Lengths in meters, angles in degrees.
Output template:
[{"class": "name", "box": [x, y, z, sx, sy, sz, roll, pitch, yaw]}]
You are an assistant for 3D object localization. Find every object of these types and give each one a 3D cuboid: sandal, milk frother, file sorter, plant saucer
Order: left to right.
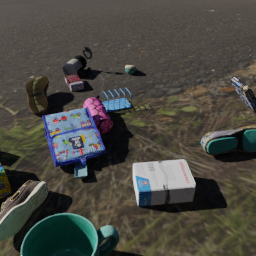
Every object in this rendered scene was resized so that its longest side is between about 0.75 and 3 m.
[{"class": "sandal", "box": [-4.207, -1.492, 13.358, 1.124, 0.751, 2.750, -15, 50, -10]}, {"class": "milk frother", "box": [-2.839, -3.803, 16.063, 1.360, 1.507, 1.417, 13, 36, 11]}, {"class": "plant saucer", "box": [-1.586, 1.331, 9.451, 0.397, 0.108, 1.137, -7, 28, -6]}, {"class": "file sorter", "box": [-0.518, -1.339, 12.988, 1.187, 0.728, 0.824, -13, 39, -18]}]

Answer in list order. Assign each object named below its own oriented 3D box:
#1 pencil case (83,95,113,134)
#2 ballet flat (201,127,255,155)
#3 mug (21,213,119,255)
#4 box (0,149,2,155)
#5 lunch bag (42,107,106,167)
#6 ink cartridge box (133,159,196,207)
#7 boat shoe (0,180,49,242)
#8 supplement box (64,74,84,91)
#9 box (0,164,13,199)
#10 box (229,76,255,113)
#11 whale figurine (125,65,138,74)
[{"class": "pencil case", "box": [-1.237, -0.556, 11.777, 0.942, 0.913, 2.011, 13, 29, -28]}, {"class": "ballet flat", "box": [3.974, 0.392, 10.278, 2.784, 1.001, 1.001, -5, 34, -9]}, {"class": "mug", "box": [-1.266, 2.915, 6.180, 1.932, 1.195, 1.588, 7, 34, 9]}, {"class": "box", "box": [-5.129, 0.779, 9.988, 0.948, 0.544, 0.626, 12, 36, 18]}, {"class": "lunch bag", "box": [-1.960, 0.480, 10.201, 1.766, 1.104, 2.347, -14, 46, -19]}, {"class": "ink cartridge box", "box": [1.043, 1.640, 8.525, 1.678, 0.721, 1.229, -2, 34, -6]}, {"class": "boat shoe", "box": [-3.046, 2.181, 7.701, 0.639, 0.771, 2.146, 11, 31, 17]}, {"class": "supplement box", "box": [-2.892, -2.449, 14.994, 0.711, 0.398, 1.306, -14, 37, -19]}, {"class": "box", "box": [-4.563, 1.557, 8.473, 1.472, 0.932, 1.528, -24, 40, -30]}, {"class": "box", "box": [5.350, -1.531, 12.760, 0.358, 1.439, 1.428, -36, 31, 11]}, {"class": "whale figurine", "box": [0.227, -3.422, 16.503, 0.786, 0.513, 0.988, 10, 11, 25]}]
